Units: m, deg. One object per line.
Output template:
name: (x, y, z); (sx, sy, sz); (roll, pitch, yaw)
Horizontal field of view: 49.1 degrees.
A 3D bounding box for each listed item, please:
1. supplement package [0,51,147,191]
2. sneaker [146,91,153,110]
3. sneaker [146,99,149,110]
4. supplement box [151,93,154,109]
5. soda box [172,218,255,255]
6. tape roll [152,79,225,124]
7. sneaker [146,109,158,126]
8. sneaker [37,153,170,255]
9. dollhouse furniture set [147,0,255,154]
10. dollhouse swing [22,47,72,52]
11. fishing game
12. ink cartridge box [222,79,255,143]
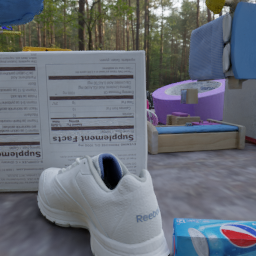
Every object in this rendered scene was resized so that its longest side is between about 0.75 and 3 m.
supplement package: (-0.862, -0.241, 4.227); (2.121, 1.510, 2.723); (-1, 9, -1)
sneaker: (-0.114, -1.160, 12.370); (2.703, 1.056, 1.220); (-5, 7, -30)
sneaker: (0.265, -0.855, 11.510); (0.724, 0.668, 1.641); (9, 12, 37)
supplement box: (0.161, -1.455, 15.015); (2.736, 0.833, 1.489); (-3, 9, -25)
soda box: (0.678, 0.759, 1.783); (0.767, 0.260, 0.246); (1, 8, 4)
tape roll: (2.128, -0.900, 9.017); (2.602, 0.854, 2.602); (-10, 18, 3)
sneaker: (0.024, -0.214, 7.470); (1.563, 0.629, 0.691); (0, 1, 9)
sneaker: (-0.270, 0.489, 2.244); (0.577, 0.675, 1.550); (-8, 10, -41)
dollhouse furniture set: (1.046, -1.082, 5.781); (1.806, 2.767, 2.612); (-1, 8, -14)
dollhouse swing: (-2.124, -1.190, 8.178); (2.068, 2.275, 2.000); (-4, 10, -28)
fishing game: (-2.801, -2.865, 6.175); (1.962, 0.426, 2.741); (-10, -8, -27)
ink cartridge box: (3.727, -0.697, 6.027); (2.635, 1.905, 1.914); (-1, 8, -10)
